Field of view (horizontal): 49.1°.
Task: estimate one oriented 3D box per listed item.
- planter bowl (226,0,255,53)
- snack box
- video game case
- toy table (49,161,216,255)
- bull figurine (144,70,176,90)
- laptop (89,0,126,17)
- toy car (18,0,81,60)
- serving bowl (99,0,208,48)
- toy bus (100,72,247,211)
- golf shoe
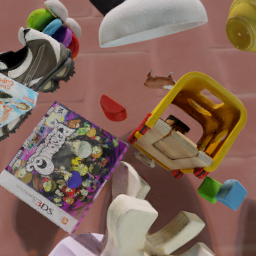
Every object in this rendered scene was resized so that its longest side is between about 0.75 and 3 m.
[{"bbox_3d":[3.021,-2.496,7.010,0.752,1.805,1.805,-35,61,-11],"label":"planter bowl"},{"bbox_3d":[-1.978,-0.350,3.981,1.337,0.777,0.248,-21,53,39],"label":"snack box"},{"bbox_3d":[-1.062,0.594,4.654,1.519,0.300,1.676,32,78,10],"label":"video game case"},{"bbox_3d":[0.185,1.851,4.249,2.485,2.703,1.583,41,96,27],"label":"toy table"},{"bbox_3d":[0.948,-1.226,7.420,1.026,0.334,0.623,7,49,4],"label":"bull figurine"},{"bbox_3d":[-0.291,-3.833,8.766,1.312,0.812,1.401,45,26,-11],"label":"laptop"},{"bbox_3d":[-2.052,-2.563,8.027,1.557,1.779,1.334,-45,63,1],"label":"toy car"},{"bbox_3d":[0.557,-2.877,7.280,2.870,0.944,2.870,-12,12,3],"label":"serving bowl"},{"bbox_3d":[0.931,0.019,4.987,2.582,2.437,1.334,26,74,44],"label":"toy bus"},{"bbox_3d":[-2.435,-0.858,5.761,2.793,1.320,1.086,-44,44,9],"label":"golf shoe"}]
